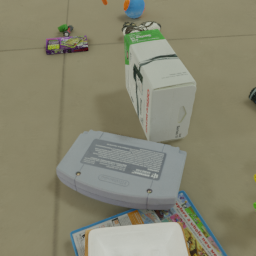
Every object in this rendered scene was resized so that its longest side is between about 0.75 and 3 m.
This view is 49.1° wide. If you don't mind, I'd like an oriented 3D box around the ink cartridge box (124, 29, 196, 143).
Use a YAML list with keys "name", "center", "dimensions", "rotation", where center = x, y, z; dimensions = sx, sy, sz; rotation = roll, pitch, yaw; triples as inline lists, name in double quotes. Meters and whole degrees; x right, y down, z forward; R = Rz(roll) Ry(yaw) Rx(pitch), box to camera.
- name: "ink cartridge box"
  center: [0.792, -1.256, 8.271]
  dimensions: [1.184, 2.089, 2.850]
  rotation: [-11, 46, -9]

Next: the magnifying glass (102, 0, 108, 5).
- name: "magnifying glass"
  center: [-1.088, -5.220, 10.244]
  dimensions: [0.190, 1.699, 0.676]
  rotation: [-40, 63, -5]

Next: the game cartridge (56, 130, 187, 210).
- name: "game cartridge"
  center: [-0.144, 0.992, 6.960]
  dimensions: [2.930, 0.593, 1.953]
  rotation: [11, 36, 14]

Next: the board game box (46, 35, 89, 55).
- name: "board game box"
  center: [-2.559, -3.497, 11.764]
  dimensions: [1.721, 0.278, 1.033]
  rotation: [-7, 50, -7]

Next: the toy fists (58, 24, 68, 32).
- name: "toy fists"
  center: [-2.881, -4.442, 12.471]
  dimensions: [0.427, 0.288, 0.837]
  rotation: [-30, 21, 0]

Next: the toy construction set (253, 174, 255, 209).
- name: "toy construction set"
  center: [3.397, 1.968, 5.297]
  dimensions: [1.247, 1.776, 2.708]
  rotation: [-8, 45, 2]

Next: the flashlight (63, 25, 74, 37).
- name: "flashlight"
  center: [-2.693, -4.383, 12.607]
  dimensions: [0.278, 0.277, 0.819]
  rotation: [-21, 40, 22]

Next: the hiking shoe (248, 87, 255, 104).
- name: "hiking shoe"
  center: [4.929, -1.105, 9.208]
  dimensions: [1.839, 0.684, 0.797]
  rotation: [-21, 56, -6]

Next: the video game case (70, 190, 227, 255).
- name: "video game case"
  center: [0.448, 2.557, 5.732]
  dimensions: [2.814, 0.251, 2.014]
  rotation: [-15, 46, -18]

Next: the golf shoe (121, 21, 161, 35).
- name: "golf shoe"
  center: [0.629, -4.148, 12.220]
  dimensions: [1.774, 0.690, 0.838]
  rotation: [-8, 68, -9]

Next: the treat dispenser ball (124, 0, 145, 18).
- name: "treat dispenser ball"
  center: [0.306, -5.856, 13.513]
  dimensions: [1.041, 1.041, 1.041]
  rotation: [0, 46, 0]

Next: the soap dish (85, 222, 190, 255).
- name: "soap dish"
  center: [0.190, 2.527, 5.010]
  dimensions: [1.894, 0.769, 1.490]
  rotation: [-3, 44, -6]
